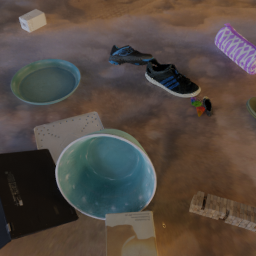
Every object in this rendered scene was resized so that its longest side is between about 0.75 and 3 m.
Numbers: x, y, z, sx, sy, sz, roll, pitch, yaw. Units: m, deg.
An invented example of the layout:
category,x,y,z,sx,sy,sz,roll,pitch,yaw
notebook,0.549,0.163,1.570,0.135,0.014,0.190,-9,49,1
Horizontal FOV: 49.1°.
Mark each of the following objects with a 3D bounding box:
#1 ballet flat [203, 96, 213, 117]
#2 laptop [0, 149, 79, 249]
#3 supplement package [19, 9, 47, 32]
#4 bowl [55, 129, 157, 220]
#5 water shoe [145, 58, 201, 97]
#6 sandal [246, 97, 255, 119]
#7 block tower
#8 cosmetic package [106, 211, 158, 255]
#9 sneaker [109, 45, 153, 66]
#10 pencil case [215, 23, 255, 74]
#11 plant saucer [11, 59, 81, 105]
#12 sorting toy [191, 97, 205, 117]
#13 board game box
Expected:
category,x,y,z,sx,sy,sz,roll,pitch,yaw
ballet flat,3.058,-0.858,10.623,0.330,0.282,0.993,-2,50,1
laptop,-3.330,2.189,7.885,2.802,1.624,2.623,-5,48,-37
supplement package,-4.872,-5.514,14.384,0.657,0.659,1.123,32,56,24
bowl,-0.499,1.064,7.741,2.629,2.629,1.375,6,25,5
water shoe,1.755,-2.001,11.165,2.413,0.952,0.863,25,54,20
sandal,5.667,-0.520,9.998,2.774,0.792,1.102,25,54,20
block tower,2.673,2.285,7.782,1.796,0.519,0.485,15,51,11
cosmetic package,0.101,3.311,6.654,1.277,0.863,2.428,-4,49,-3
sneaker,0.123,-3.149,11.921,2.028,0.743,0.831,8,84,21
pencil case,4.976,-3.468,12.321,1.112,1.133,2.650,-22,52,-17
plant saucer,-3.299,-1.861,11.435,2.779,0.381,2.779,0,49,0
sorting toy,2.503,-0.731,10.185,0.350,1.009,0.348,1,64,36
board game box,-1.825,0.573,9.388,2.280,0.295,2.281,-15,51,-13
